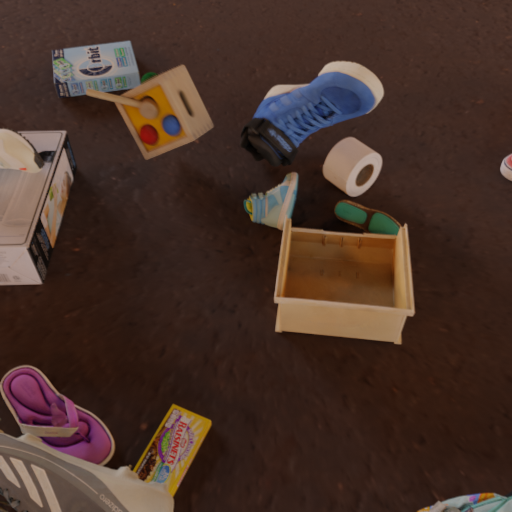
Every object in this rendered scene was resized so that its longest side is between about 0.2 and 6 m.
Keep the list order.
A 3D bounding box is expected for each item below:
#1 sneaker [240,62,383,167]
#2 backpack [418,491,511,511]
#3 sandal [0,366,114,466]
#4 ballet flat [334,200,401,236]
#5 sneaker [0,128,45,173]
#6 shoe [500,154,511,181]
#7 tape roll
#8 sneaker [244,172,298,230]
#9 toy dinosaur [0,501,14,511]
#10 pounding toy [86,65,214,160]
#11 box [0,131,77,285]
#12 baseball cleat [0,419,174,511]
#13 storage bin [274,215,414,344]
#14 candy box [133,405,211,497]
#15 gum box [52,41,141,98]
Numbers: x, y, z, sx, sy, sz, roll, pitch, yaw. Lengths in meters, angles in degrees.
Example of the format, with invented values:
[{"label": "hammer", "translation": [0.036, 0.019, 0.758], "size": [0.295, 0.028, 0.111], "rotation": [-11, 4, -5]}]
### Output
[{"label": "sneaker", "translation": [0.886, -2.556, 10.836], "size": [3.273, 1.256, 1.821], "rotation": [11, 64, 55]}, {"label": "backpack", "translation": [1.771, 3.720, 5.222], "size": [3.374, 2.816, 2.136], "rotation": [-20, 29, -14]}, {"label": "sandal", "translation": [-2.872, 2.229, 7.749], "size": [2.101, 0.516, 0.855], "rotation": [30, 56, 22]}, {"label": "ballet flat", "translation": [2.157, -0.647, 10.401], "size": [1.464, 0.516, 0.478], "rotation": [33, 19, 26]}, {"label": "sneaker", "translation": [-4.908, -1.729, 9.944], "size": [2.419, 0.852, 1.131], "rotation": [21, 64, 18]}, {"label": "shoe", "translation": [6.253, -2.336, 11.488], "size": [2.528, 1.150, 0.903], "rotation": [-16, 50, -14]}, {"label": "tape roll", "translation": [1.906, -1.754, 11.075], "size": [0.985, 0.985, 0.677], "rotation": [-31, 55, -25]}, {"label": "sneaker", "translation": [0.287, -1.155, 10.815], "size": [0.944, 0.575, 1.446], "rotation": [10, 48, 7]}, {"label": "toy dinosaur", "translation": [-3.929, 2.852, 6.445], "size": [1.164, 2.218, 2.012], "rotation": [-31, 44, 4]}, {"label": "pounding toy", "translation": [-2.085, -2.907, 11.107], "size": [1.580, 1.717, 1.220], "rotation": [-14, 23, 33]}, {"label": "box", "translation": [-4.624, -0.985, 10.376], "size": [1.887, 0.973, 3.236], "rotation": [-1, 47, 0]}, {"label": "baseball cleat", "translation": [-2.560, 3.026, 6.669], "size": [3.014, 1.051, 1.604], "rotation": [10, 55, 12]}, {"label": "storage bin", "translation": [1.414, 0.300, 9.204], "size": [2.044, 0.958, 2.029], "rotation": [4, 48, 6]}, {"label": "candy box", "translation": [-1.160, 2.663, 7.606], "size": [0.627, 0.162, 1.227], "rotation": [20, 51, 14]}, {"label": "gum box", "translation": [-4.052, -4.742, 14.155], "size": [2.018, 0.450, 1.715], "rotation": [-11, 49, -10]}]
